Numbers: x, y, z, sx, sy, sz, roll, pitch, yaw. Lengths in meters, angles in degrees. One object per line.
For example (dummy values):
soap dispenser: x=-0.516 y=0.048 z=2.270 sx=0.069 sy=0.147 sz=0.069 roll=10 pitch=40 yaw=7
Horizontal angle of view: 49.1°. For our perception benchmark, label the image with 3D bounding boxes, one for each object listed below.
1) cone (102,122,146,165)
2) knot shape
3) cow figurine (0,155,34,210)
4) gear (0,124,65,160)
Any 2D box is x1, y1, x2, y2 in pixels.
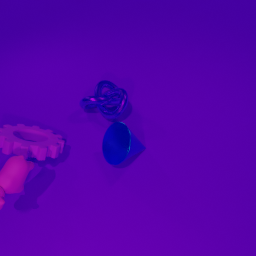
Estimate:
cone: x=0.095 y=0.497 z=7.777 sx=1.171 sy=1.166 sz=1.166 roll=13 pitch=32 yaw=-41
knot shape: x=-0.617 y=-0.887 z=8.985 sx=1.635 sy=0.756 sz=1.530 roll=-33 pitch=43 yaw=-31
cow figurine: x=-2.563 y=1.118 z=5.898 sx=0.662 sy=1.187 sz=1.206 roll=27 pitch=85 yaw=3
gear: x=-2.633 y=0.344 z=7.541 sx=1.753 sy=0.324 sz=1.753 roll=14 pitch=14 yaw=-4
